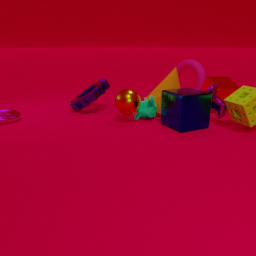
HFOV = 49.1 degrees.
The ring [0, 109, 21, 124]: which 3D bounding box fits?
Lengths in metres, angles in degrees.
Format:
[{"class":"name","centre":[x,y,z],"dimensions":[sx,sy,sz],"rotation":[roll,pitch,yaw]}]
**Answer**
[{"class":"ring","centre":[-4.290,-0.387,9.507],"dimensions":[1.264,0.253,1.264],"rotation":[0,18,0]}]

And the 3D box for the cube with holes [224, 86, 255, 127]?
[{"class":"cube with holes","centre":[3.554,-0.657,8.351],"dimensions":[0.803,0.803,0.803],"rotation":[-35,26,-9]}]

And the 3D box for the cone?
[{"class":"cone","centre":[1.508,-1.458,10.090],"dimensions":[1.522,1.527,1.522],"rotation":[10,32,-6]}]

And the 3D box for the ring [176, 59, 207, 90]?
[{"class":"ring","centre":[2.524,-1.943,11.744],"dimensions":[0.366,1.832,1.832],"rotation":[-7,18,-35]}]

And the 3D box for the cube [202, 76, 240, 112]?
[{"class":"cube","centre":[3.453,-1.280,10.571],"dimensions":[0.996,0.996,0.996],"rotation":[-2,38,-13]}]

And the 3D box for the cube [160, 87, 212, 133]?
[{"class":"cube","centre":[1.786,-0.595,8.735],"dimensions":[1.116,1.116,1.116],"rotation":[-9,20,-26]}]

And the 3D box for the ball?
[{"class":"ball","centre":[-0.009,-0.861,9.228],"dimensions":[0.872,0.872,0.872],"rotation":[0,18,0]}]

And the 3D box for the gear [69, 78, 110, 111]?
[{"class":"gear","centre":[-1.464,-1.286,10.773],"dimensions":[1.685,0.312,1.685],"rotation":[-30,21,13]}]

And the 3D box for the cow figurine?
[{"class":"cow figurine","centre":[2.921,-0.915,9.205],"dimensions":[0.966,0.951,0.530],"rotation":[35,35,31]}]

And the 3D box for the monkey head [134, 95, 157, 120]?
[{"class":"monkey head","centre":[0.610,-0.738,9.600],"dimensions":[0.693,0.827,1.150],"rotation":[8,45,22]}]
